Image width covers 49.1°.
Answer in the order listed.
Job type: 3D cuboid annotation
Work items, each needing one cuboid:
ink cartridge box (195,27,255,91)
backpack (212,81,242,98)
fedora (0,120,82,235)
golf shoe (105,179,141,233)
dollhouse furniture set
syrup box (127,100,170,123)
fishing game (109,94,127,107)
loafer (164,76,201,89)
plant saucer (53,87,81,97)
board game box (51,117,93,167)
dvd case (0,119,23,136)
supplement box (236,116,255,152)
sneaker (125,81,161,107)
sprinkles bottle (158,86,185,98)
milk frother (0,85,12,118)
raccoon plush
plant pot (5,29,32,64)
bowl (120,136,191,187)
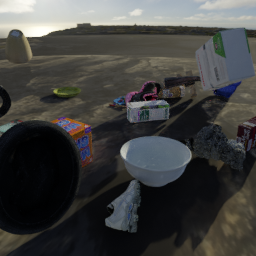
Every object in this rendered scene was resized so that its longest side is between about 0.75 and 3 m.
[{"bbox_3d":[3.493,-2.431,10.409,1.000,1.732,2.372,-12,1,-5],"label":"ink cartridge box"},{"bbox_3d":[5.390,-2.535,15.696,1.540,1.590,1.895,19,-6,10],"label":"backpack"},{"bbox_3d":[-2.348,1.098,6.693,2.597,2.597,1.186,-21,15,-39],"label":"fedora"},{"bbox_3d":[-0.105,1.849,7.050,0.824,0.664,1.695,-1,22,11],"label":"golf shoe"},{"bbox_3d":[2.383,-2.072,15.418,2.584,1.262,2.204,-13,-3,13],"label":"dollhouse furniture set"},{"bbox_3d":[0.898,-0.773,12.765,1.831,0.721,0.746,-6,26,-13],"label":"syrup box"},{"bbox_3d":[-0.067,-1.548,15.066,1.458,0.317,2.036,9,26,26],"label":"fishing game"},{"bbox_3d":[2.606,-2.149,13.257,1.776,0.559,0.638,-2,4,10],"label":"loafer"},{"bbox_3d":[-3.527,-2.079,16.316,1.580,0.246,1.580,0,23,0],"label":"plant saucer"},{"bbox_3d":[-2.083,0.576,9.000,1.322,1.322,1.321,16,29,33],"label":"board game box"},{"bbox_3d":[-4.510,0.391,10.696,2.025,0.305,2.774,10,27,21],"label":"dvd case"},{"bbox_3d":[4.684,0.154,10.456,1.690,0.920,0.515,-21,31,-37],"label":"supplement box"},{"bbox_3d":[1.085,-1.602,14.071,1.304,1.080,2.735,4,30,38],"label":"sneaker"},{"bbox_3d":[2.279,-1.994,15.685,1.739,0.593,0.593,-5,24,-9],"label":"sprinkles bottle"},{"bbox_3d":[-3.887,0.291,7.762,2.587,2.750,2.482,21,39,39],"label":"milk frother"},{"bbox_3d":[2.675,0.942,9.191,2.309,1.117,1.547,-30,41,4],"label":"raccoon plush"},{"bbox_3d":[-3.349,-2.523,8.476,0.797,0.851,0.797,7,58,-11],"label":"plant pot"},{"bbox_3d":[0.803,1.085,8.351,2.067,0.929,2.067,-1,24,0],"label":"bowl"}]
